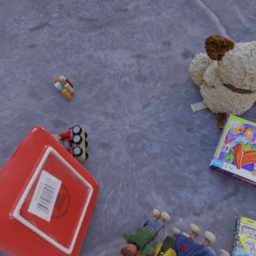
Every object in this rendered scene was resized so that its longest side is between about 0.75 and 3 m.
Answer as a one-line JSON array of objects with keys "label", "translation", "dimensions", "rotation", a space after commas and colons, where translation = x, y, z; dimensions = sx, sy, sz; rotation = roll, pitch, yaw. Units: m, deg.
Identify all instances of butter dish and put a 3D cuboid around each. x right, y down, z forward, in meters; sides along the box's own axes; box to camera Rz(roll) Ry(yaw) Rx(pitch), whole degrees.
[{"label": "butter dish", "translation": [-2.256, 1.760, 6.444], "dimensions": [1.957, 2.640, 2.647], "rotation": [-15, 39, 29]}]

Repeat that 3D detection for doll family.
[{"label": "doll family", "translation": [1.019, 2.916, 5.853], "dimensions": [1.627, 1.104, 2.814], "rotation": [-39, 26, -32]}]

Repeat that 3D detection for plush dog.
[{"label": "plush dog", "translation": [3.154, -1.443, 8.093], "dimensions": [2.843, 2.442, 2.281], "rotation": [18, 60, 10]}]

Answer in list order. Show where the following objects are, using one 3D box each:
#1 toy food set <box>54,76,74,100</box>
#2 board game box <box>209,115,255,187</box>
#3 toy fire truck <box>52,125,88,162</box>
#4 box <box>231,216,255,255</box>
[{"label": "toy food set", "translation": [-2.094, -1.365, 9.349], "dimensions": [0.461, 0.435, 0.966], "rotation": [-41, 48, -7]}, {"label": "board game box", "translation": [3.627, 0.789, 7.654], "dimensions": [2.324, 0.520, 1.563], "rotation": [21, 75, 12]}, {"label": "toy fire truck", "translation": [-1.767, 0.469, 7.855], "dimensions": [1.109, 0.714, 0.976], "rotation": [-11, 66, 11]}, {"label": "box", "translation": [3.400, 2.954, 6.670], "dimensions": [1.691, 0.319, 1.155], "rotation": [17, 60, 10]}]
